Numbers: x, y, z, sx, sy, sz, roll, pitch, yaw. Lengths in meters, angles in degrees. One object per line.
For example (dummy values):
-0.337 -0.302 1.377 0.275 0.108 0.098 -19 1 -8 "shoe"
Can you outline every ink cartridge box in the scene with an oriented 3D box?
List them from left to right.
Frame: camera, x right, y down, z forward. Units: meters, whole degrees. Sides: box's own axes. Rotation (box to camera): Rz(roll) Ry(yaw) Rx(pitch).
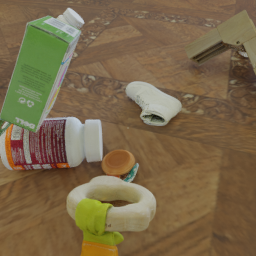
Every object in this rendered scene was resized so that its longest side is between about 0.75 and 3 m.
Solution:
-1.808 -0.804 5.584 0.764 2.576 1.337 23 25 -12 "ink cartridge box"

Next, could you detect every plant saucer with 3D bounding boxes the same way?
-0.276 0.891 7.562 0.915 0.171 0.915 -6 39 5 "plant saucer"

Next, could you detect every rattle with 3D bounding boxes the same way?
-0.321 2.055 6.409 1.908 2.094 2.931 -14 8 -5 "rattle"

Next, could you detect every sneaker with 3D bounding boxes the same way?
0.587 -0.809 9.229 2.084 0.768 1.205 25 45 23 "sneaker"

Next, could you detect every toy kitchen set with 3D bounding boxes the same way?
4.226 -2.344 10.924 2.308 2.552 2.829 3 65 -55 "toy kitchen set"

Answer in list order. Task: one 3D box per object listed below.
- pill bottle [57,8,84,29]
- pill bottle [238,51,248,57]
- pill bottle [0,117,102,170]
-2.036 -3.000 8.734 1.336 0.757 0.757 -42 40 21 "pill bottle"
5.198 -3.693 12.379 0.743 0.743 1.360 5 43 6 "pill bottle"
-1.948 0.393 7.476 2.458 1.347 1.347 -2 43 -2 "pill bottle"
